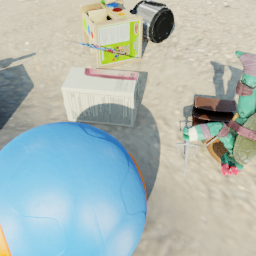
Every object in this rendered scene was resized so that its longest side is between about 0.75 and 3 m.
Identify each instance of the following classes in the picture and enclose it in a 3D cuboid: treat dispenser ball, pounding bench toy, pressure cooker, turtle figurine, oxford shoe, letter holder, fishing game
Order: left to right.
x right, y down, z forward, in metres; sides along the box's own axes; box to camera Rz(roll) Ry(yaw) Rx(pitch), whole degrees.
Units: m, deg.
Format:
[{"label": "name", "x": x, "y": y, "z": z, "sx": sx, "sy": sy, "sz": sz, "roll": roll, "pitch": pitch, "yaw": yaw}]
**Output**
[{"label": "treat dispenser ball", "x": -1.085, "y": 1.321, "z": 4.992, "sx": 2.873, "sy": 2.873, "sz": 2.873, "roll": 0, "pitch": 46, "yaw": 0}, {"label": "fishing game", "x": -0.858, "y": -2.345, "z": 7.976, "sx": 1.481, "sy": 0.230, "sz": 1.061, "roll": 22, "pitch": 18, "yaw": 32}, {"label": "pounding bench toy", "x": -0.695, "y": -4.012, "z": 10.239, "sx": 1.727, "sy": 2.779, "sz": 2.168, "roll": -17, "pitch": 48, "yaw": -16}, {"label": "pressure cooker", "x": 0.868, "y": -4.459, "z": 11.609, "sx": 1.492, "sy": 1.469, "sz": 1.671, "roll": -44, "pitch": 57, "yaw": -13}, {"label": "letter holder", "x": 2.514, "y": -0.383, "z": 8.238, "sx": 1.175, "sy": 0.591, "sz": 0.835, "roll": 8, "pitch": 48, "yaw": 7}, {"label": "turtle figurine", "x": 2.316, "y": -0.066, "z": 5.884, "sx": 2.097, "sy": 2.801, "sz": 1.410, "roll": 0, "pitch": 25, "yaw": -48}, {"label": "oxford shoe", "x": 3.379, "y": 0.200, "z": 7.563, "sx": 2.821, "sy": 1.006, "sz": 1.005, "roll": -21, "pitch": 68, "yaw": -11}]

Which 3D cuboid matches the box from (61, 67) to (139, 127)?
[{"label": "box", "x": -0.742, "y": -0.920, "z": 8.256, "sx": 2.034, "sy": 1.300, "sz": 1.108, "roll": 6, "pitch": 46, "yaw": 6}]
